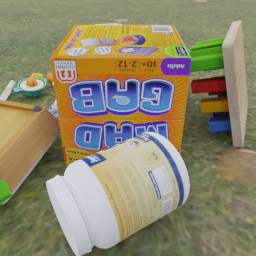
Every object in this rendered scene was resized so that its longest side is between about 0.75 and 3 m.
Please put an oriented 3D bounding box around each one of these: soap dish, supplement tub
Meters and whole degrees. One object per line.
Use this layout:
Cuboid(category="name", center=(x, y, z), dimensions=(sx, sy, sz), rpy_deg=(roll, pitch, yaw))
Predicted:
Cuboid(category="soap dish", center=(-3.240, 0.400, 6.903), dimensions=(2.140, 1.105, 2.720), rpy_deg=(10, 43, 16))
Cuboid(category="supplement tub", center=(-0.193, 1.192, 5.352), dimensions=(2.319, 1.675, 1.675), rpy_deg=(-22, 38, -25))

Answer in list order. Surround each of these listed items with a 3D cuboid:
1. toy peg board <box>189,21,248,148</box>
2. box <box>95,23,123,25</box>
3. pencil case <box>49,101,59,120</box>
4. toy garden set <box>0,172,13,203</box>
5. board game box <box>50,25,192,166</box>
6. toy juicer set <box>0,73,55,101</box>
Cuboid(category="toy peg board", center=(2.777, -1.403, 8.670), dimensions=(1.450, 2.953, 2.965), rpy_deg=(-2, 29, 27))
Cuboid(category="box", center=(-0.483, -2.509, 10.617), dimensions=(1.154, 2.387, 2.099), rpy_deg=(-9, 33, -16))
Cuboid(category="pencil case", center=(-2.157, -0.699, 9.291), dimensions=(0.696, 0.760, 1.675), rpy_deg=(-40, 22, 22))
Cuboid(category="toy garden set", center=(-3.393, 1.097, 5.463), dimensions=(1.696, 0.406, 2.034), rpy_deg=(-34, 59, -17))
Cuboid(category="board game box", center=(-0.134, -0.992, 7.664), dimensions=(2.938, 2.938, 2.940), rpy_deg=(1, 33, 1))
Cuboid(category="toy juicer set", center=(-3.760, -1.778, 10.877), dimensions=(2.557, 0.696, 1.627), rpy_deg=(-11, 40, -18))
